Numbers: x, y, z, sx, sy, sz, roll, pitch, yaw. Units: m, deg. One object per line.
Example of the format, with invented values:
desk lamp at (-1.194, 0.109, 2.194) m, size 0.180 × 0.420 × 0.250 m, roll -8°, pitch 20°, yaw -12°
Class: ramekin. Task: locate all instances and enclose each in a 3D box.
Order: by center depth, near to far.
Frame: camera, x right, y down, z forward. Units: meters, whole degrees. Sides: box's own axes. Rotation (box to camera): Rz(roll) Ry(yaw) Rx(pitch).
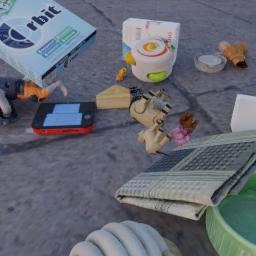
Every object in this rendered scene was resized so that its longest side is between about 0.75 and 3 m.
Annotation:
ramekin at (2.679, 1.770, 5.528) m, size 2.350 × 1.148 × 2.350 m, roll -1°, pitch 38°, yaw 1°

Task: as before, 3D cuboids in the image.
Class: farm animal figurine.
farm animal figurine at (0.479, -0.046, 4.681) m, size 1.287 × 0.679 × 1.302 m, roll 47°, pitch 34°, yaw 22°

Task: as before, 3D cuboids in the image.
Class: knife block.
knife block at (-0.159, -0.983, 9.654) m, size 1.331 × 0.485 × 1.517 m, roll 25°, pitch 43°, yaw 31°

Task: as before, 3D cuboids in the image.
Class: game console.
game console at (-2.032, -0.394, 9.062) m, size 1.915 × 0.297 × 1.693 m, roll -1°, pitch 38°, yaw -2°

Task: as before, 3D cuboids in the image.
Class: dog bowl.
dog bowl at (3.531, -2.828, 12.135) m, size 1.364 × 0.400 × 1.364 m, roll 0°, pitch 38°, yaw 0°

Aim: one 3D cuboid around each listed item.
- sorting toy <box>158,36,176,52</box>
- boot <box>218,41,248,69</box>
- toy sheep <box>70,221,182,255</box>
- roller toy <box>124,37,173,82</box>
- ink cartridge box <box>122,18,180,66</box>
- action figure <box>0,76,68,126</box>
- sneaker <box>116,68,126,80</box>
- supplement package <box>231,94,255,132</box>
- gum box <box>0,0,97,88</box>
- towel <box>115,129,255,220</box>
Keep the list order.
sorting toy at (1.397, -2.924, 9.744) m, size 0.660 × 0.132 × 0.893 m, roll 54°, pitch 26°, yaw 8°
boot at (4.954, -3.180, 12.364) m, size 1.857 × 0.712 × 1.442 m, roll 5°, pitch 46°, yaw -37°
toy sheep at (-0.135, 2.324, 4.423) m, size 2.476 × 1.707 × 1.707 m, roll 0°, pitch 32°, yaw -35°
roller toy at (0.940, -2.768, 11.135) m, size 1.799 × 1.257 × 1.642 m, roll 26°, pitch 56°, yaw 24°
ink cartridge box at (1.005, -3.747, 12.257) m, size 2.326 × 1.681 × 0.985 m, roll 13°, pitch 35°, yaw 16°
action figure at (-3.948, -1.457, 9.499) m, size 2.898 × 1.567 × 2.996 m, roll -16°, pitch 39°, yaw -33°
sneaker at (-0.292, -2.191, 11.384) m, size 0.297 × 0.313 × 0.813 m, roll 9°, pitch 40°, yaw 10°
supplement package at (3.728, -0.321, 7.980) m, size 1.338 × 1.029 × 1.399 m, roll 12°, pitch 14°, yaw 16°
gum box at (-1.543, -1.567, 4.575) m, size 1.574 × 0.351 × 1.337 m, roll 35°, pitch 62°, yaw 7°
towel at (1.501, 0.888, 6.100) m, size 2.825 × 0.507 × 2.934 m, roll -30°, pitch 7°, yaw -34°
